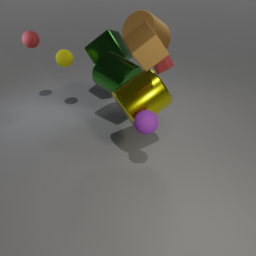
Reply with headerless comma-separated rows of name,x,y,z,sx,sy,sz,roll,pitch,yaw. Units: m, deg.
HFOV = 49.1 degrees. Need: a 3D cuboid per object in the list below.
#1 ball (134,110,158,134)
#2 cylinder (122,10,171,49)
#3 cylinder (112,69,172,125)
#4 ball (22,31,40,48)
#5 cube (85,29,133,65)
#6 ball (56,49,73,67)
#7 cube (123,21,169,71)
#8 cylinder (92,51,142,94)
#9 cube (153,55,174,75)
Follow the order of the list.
ball,0.520,-0.166,8.032,0.700,0.700,0.700,0,31,0
cylinder,0.719,-3.560,10.688,1.400,1.400,1.400,21,10,30
cylinder,0.433,-0.948,8.900,1.400,1.400,1.400,-36,38,-3
ball,-4.037,-3.679,11.634,0.700,0.700,0.700,0,31,0
cube,-0.828,-3.434,12.713,1.400,1.400,1.400,-31,4,22
ball,-2.583,-2.838,11.394,0.700,0.700,0.700,0,31,0
cube,0.430,-1.949,6.700,0.700,0.700,0.700,-35,49,15
cylinder,-0.399,-1.998,10.647,1.400,1.400,1.400,35,44,23
cube,1.610,-3.008,13.054,0.700,0.700,0.700,-22,10,33
